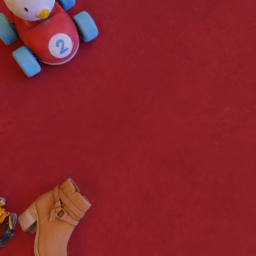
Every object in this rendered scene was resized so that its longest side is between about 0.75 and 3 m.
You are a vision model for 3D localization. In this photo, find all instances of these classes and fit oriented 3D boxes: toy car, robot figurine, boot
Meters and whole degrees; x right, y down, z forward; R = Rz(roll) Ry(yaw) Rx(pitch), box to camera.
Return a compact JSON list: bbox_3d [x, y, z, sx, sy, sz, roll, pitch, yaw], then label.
[{"bbox_3d":[-2.646,-3.473,8.202,2.764,2.998,2.652,-35,85,-10],"label":"toy car"},{"bbox_3d":[-4.077,2.842,7.286,1.716,0.689,2.368,30,73,13],"label":"robot figurine"},{"bbox_3d":[-1.589,2.525,7.099,1.716,0.817,2.218,-38,72,-8],"label":"boot"}]
